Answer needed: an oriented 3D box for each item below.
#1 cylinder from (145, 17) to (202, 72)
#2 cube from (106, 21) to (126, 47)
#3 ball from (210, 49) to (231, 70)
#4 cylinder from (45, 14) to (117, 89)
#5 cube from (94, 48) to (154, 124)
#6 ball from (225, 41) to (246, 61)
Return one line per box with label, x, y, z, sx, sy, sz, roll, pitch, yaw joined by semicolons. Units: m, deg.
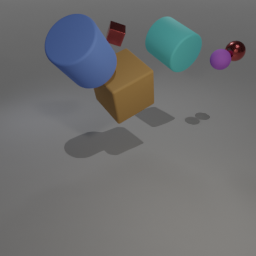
cylinder;1.543;-2.862;9.609;1.400;1.400;1.400;-20;52;-32
cube;-0.542;-4.149;12.337;0.700;0.700;0.700;13;47;-14
ball;3.178;-2.356;9.638;0.700;0.700;0.700;0;29;0
cylinder;-1.166;-1.917;7.211;1.400;1.400;1.400;12;-11;21
cube;-0.165;-1.285;8.579;1.400;1.400;1.400;-31;56;-16
ball;3.762;-2.703;9.840;0.700;0.700;0.700;0;29;0
